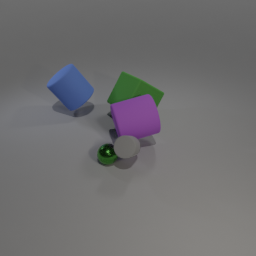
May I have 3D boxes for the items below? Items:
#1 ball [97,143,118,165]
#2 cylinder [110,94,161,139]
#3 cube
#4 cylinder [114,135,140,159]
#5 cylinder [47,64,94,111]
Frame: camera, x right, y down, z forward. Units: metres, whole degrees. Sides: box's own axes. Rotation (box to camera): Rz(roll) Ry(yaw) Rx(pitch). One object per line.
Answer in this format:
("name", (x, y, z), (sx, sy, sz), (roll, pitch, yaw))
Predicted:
("ball", (-0.659, 0.853, 9.146), (0.700, 0.700, 0.700), (0, 32, 0))
("cylinder", (0.241, -0.315, 9.637), (1.400, 1.400, 1.400), (-16, 34, -6))
("cube", (0.291, -1.225, 11.230), (1.400, 1.400, 1.400), (22, 9, -40))
("cylinder", (-0.020, 0.586, 8.703), (0.700, 0.700, 0.700), (9, 0, 14))
("cylinder", (-2.376, -1.681, 11.627), (1.400, 1.400, 1.400), (-30, 29, 19))
